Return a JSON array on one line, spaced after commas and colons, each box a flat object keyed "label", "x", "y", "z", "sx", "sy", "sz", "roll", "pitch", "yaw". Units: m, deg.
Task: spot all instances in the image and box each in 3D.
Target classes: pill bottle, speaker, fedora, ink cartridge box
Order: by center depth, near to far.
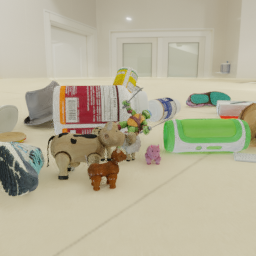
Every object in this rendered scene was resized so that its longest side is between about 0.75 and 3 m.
[{"label": "speaker", "x": 2.103, "y": 0.203, "z": 7.656, "sx": 2.186, "sy": 0.967, "sz": 0.967, "roll": 0, "pitch": 13, "yaw": -2}, {"label": "pill bottle", "x": -0.900, "y": -0.577, "z": 9.354, "sx": 2.989, "sy": 1.689, "sz": 1.689, "roll": -1, "pitch": 13, "yaw": -9}, {"label": "fedora", "x": -3.263, "y": -1.126, "z": 11.292, "sx": 2.410, "sy": 1.230, "sz": 2.725, "roll": -26, "pitch": 16, "yaw": -11}, {"label": "pill bottle", "x": 1.562, "y": -0.844, "z": 12.155, "sx": 0.937, "sy": 0.937, "sz": 1.689, "roll": 12, "pitch": 17, "yaw": 41}, {"label": "ink cartridge box", "x": 5.526, "y": -0.745, "z": 12.442, "sx": 2.930, "sy": 0.638, "sz": 2.543, "roll": 3, "pitch": 12, "yaw": 13}, {"label": "pill bottle", "x": -0.226, "y": -1.831, "z": 13.022, "sx": 1.052, "sy": 1.866, "sz": 1.052, "roll": 13, "pitch": -27, "yaw": 7}]

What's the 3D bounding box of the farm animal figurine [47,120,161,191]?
[{"label": "farm animal figurine", "x": -0.422, "y": 0.347, "z": 6.421, "sx": 1.925, "sy": 1.199, "sz": 2.384, "roll": 8, "pitch": 15, "yaw": 32}]

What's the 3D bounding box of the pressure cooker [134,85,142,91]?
[{"label": "pressure cooker", "x": 0.038, "y": -1.573, "z": 14.370, "sx": 1.572, "sy": 1.383, "sz": 1.404, "roll": 15, "pitch": -24, "yaw": 47}]

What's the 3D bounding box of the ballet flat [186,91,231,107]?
[{"label": "ballet flat", "x": 4.453, "y": -1.566, "z": 15.786, "sx": 2.593, "sy": 0.896, "sz": 0.923, "roll": -4, "pitch": -8, "yaw": -14}]

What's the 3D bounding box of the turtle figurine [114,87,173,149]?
[{"label": "turtle figurine", "x": 0.096, "y": -0.233, "z": 7.785, "sx": 1.532, "sy": 1.137, "sz": 1.580, "roll": -38, "pitch": 8, "yaw": -18}]

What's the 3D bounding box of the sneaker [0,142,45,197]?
[{"label": "sneaker", "x": -2.172, "y": 0.667, "z": 5.829, "sx": 0.993, "sy": 0.893, "sz": 2.301, "roll": -5, "pitch": 14, "yaw": -35}]

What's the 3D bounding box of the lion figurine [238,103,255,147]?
[{"label": "lion figurine", "x": 3.992, "y": -0.124, "z": 8.615, "sx": 1.750, "sy": 1.035, "sz": 2.857, "roll": -44, "pitch": -5, "yaw": 36}]

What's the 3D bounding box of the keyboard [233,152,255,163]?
[{"label": "keyboard", "x": 3.563, "y": 0.789, "z": 6.997, "sx": 1.719, "sy": 0.092, "sz": 0.484, "roll": 3, "pitch": 14, "yaw": 15}]

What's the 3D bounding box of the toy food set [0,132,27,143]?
[{"label": "toy food set", "x": -3.653, "y": 0.333, "z": 8.607, "sx": 1.021, "sy": 0.248, "sz": 1.011, "roll": 1, "pitch": 13, "yaw": 5}]

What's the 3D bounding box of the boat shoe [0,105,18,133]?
[{"label": "boat shoe", "x": -4.569, "y": -0.131, "z": 9.045, "sx": 0.861, "sy": 1.055, "sz": 2.856, "roll": 7, "pitch": 22, "yaw": 8}]
